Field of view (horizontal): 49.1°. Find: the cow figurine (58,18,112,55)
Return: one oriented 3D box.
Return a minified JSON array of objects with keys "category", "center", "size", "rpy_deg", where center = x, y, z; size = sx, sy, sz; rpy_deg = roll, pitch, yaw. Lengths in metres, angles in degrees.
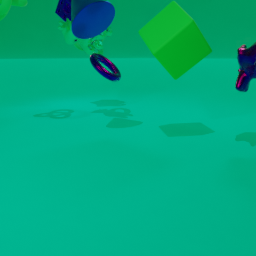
[{"category":"cow figurine","center":[-1.424,-3.148,8.960],"size":[0.898,1.610,1.636],"rpy_deg":[-41,1,-39]}]

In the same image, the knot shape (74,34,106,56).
[{"category":"knot shape","center":[-1.503,-3.359,10.762],"size":[1.230,1.314,0.607],"rpy_deg":[8,35,-13]}]

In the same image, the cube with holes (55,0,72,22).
[{"category":"cube with holes","center":[-1.926,-4.532,10.618],"size":[1.011,1.011,1.011],"rpy_deg":[45,37,16]}]

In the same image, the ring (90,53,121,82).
[{"category":"ring","center":[-0.802,-2.186,10.096],"size":[1.353,0.271,1.353],"rpy_deg":[35,26,-20]}]

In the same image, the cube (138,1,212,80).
[{"category":"cube","center":[1.168,-2.173,7.023],"size":[1.151,1.151,1.151],"rpy_deg":[36,23,-43]}]

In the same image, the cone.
[{"category":"cone","center":[-1.193,-3.274,7.384],"size":[1.265,1.270,1.265],"rpy_deg":[-29,-14,-8]}]

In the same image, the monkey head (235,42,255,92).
[{"category":"monkey head","center":[3.034,-1.385,6.399],"size":[1.705,1.226,1.027],"rpy_deg":[7,10,-39]}]

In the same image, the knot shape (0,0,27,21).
[{"category":"knot shape","center":[-3.680,-3.790,8.386],"size":[1.530,0.707,1.432],"rpy_deg":[-16,28,29]}]
